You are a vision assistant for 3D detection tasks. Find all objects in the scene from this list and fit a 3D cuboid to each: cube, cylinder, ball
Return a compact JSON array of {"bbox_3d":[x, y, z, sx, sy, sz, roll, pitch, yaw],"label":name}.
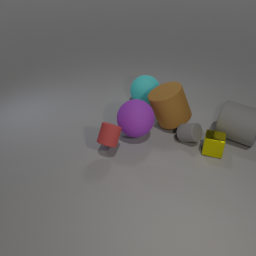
[{"bbox_3d":[3.085,0.559,10.048,0.700,0.700,0.700,11,31,16],"label":"cube"},{"bbox_3d":[-0.638,0.224,9.536,0.700,0.700,0.700,17,5,-1],"label":"cylinder"},{"bbox_3d":[0.809,-1.743,13.009,1.400,1.400,1.400,0,33,0],"label":"ball"},{"bbox_3d":[0.283,-0.362,10.379,1.400,1.400,1.400,0,33,0],"label":"ball"},{"bbox_3d":[1.669,-0.902,11.148,1.400,1.400,1.400,-20,30,12],"label":"cylinder"},{"bbox_3d":[4.186,-0.184,10.500,1.400,1.400,1.400,22,38,27],"label":"cylinder"},{"bbox_3d":[2.303,0.172,10.465,0.700,0.700,0.700,-31,18,-38],"label":"cylinder"}]
